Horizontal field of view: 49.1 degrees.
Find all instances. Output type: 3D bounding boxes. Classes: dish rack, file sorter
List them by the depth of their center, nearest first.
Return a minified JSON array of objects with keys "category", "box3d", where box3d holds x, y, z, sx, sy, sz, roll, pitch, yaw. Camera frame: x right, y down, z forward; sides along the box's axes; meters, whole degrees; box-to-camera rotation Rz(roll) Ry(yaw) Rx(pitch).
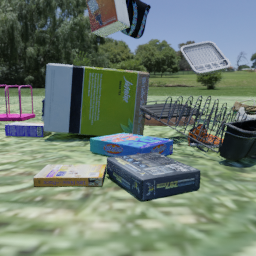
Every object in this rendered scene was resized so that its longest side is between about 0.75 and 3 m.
[{"category":"dish rack","box3d":[1.516,-0.206,5.395,1.876,0.667,2.446,-5,27,-42]},{"category":"dish rack","box3d":[2.705,-2.432,9.937,1.359,0.345,1.583,-14,53,-7]},{"category":"file sorter","box3d":[-4.713,-0.962,10.424,2.043,1.281,1.419,0,8,0]}]

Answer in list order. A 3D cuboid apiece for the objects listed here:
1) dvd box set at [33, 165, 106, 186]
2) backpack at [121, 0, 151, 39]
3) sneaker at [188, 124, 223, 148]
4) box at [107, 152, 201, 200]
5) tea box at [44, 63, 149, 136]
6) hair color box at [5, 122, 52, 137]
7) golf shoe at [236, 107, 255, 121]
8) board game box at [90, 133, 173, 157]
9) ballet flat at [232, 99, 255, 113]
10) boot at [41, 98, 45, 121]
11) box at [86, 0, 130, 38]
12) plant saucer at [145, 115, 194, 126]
[{"category":"dvd box set","box3d":[-0.687,0.581,3.496,0.803,0.118,0.588,0,8,-1]},{"category":"backpack","box3d":[0.125,-4.310,11.092,0.973,1.447,1.321,16,10,40]},{"category":"sneaker","box3d":[1.575,0.141,5.480,0.790,0.443,0.306,1,8,5]},{"category":"box","box3d":[0.262,0.533,3.360,0.760,0.246,0.964,-3,9,-27]},{"category":"tea box","box3d":[-0.718,-0.691,7.109,2.247,1.526,2.284,5,8,-3]},{"category":"hair color box","box3d":[-2.398,0.034,6.790,0.962,0.312,0.526,3,8,7]},{"category":"golf shoe","box3d":[3.225,-0.124,6.243,1.606,0.781,0.629,6,7,27]},{"category":"board game box","box3d":[0.053,0.314,4.879,1.173,0.264,0.892,7,10,40]},{"category":"ballet flat","box3d":[5.706,-0.945,12.434,2.034,0.664,0.717,5,-1,25]},{"category":"boot","box3d":[-2.887,-0.734,10.536,0.640,0.794,1.759,-1,8,-10]},{"category":"box","box3d":[-0.595,-3.417,8.051,0.953,1.251,0.665,-12,-3,29]},{"category":"plant saucer","box3d":[1.146,-0.376,9.621,2.318,0.372,2.318,1,7,0]}]
